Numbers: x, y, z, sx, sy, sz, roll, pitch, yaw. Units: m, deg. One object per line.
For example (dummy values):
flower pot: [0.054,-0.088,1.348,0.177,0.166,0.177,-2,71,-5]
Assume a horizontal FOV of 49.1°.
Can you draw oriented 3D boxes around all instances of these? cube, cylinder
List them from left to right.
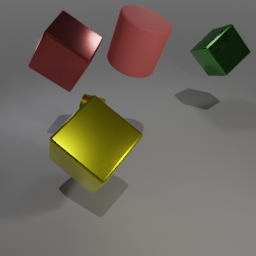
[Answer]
cube: [-1.804,-2.226,8.218,1.400,1.400,1.400,32,44,-17]
cylinder: [-1.100,-0.644,8.709,0.700,0.700,0.700,15,31,1]
cube: [-0.764,0.424,6.270,1.400,1.400,1.400,39,64,2]
cylinder: [0.279,-2.320,7.553,1.400,1.400,1.400,13,42,-12]
cube: [3.685,-3.080,11.302,1.400,1.400,1.400,-44,17,-3]
